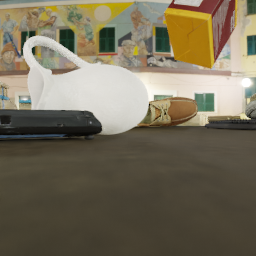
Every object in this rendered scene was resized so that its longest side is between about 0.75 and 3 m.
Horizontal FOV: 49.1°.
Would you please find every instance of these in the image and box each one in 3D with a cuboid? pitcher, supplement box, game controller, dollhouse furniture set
[{"bbox_3d":[-0.613,-0.612,4.079,1.702,1.460,1.032,-2,-17,-33],"label":"pitcher"},{"bbox_3d":[1.699,-2.436,6.278,0.977,1.472,1.452,23,-19,29],"label":"supplement box"},{"bbox_3d":[-1.090,0.019,2.853,1.594,0.336,0.832,0,-13,-21],"label":"game controller"},{"bbox_3d":[-3.790,-0.766,9.323,2.137,1.506,1.498,-1,1,-7],"label":"dollhouse furniture set"}]

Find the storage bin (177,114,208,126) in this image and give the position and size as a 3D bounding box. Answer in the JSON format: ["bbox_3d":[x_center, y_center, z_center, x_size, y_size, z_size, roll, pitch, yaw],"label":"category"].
[{"bbox_3d":[3.197,-0.389,13.874,1.234,0.578,1.225,0,1,33],"label":"storage bin"}]

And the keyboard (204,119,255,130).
[{"bbox_3d":[3.267,-0.114,7.595,1.439,0.308,2.397,0,2,-13],"label":"keyboard"}]

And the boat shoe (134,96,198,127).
[{"bbox_3d":[1.024,-0.493,10.150,2.971,1.124,1.097,-8,6,7],"label":"boat shoe"}]

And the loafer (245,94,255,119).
[{"bbox_3d":[4.123,-0.657,7.959,1.081,1.002,2.876,9,-1,37],"label":"loafer"}]

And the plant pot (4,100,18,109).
[{"bbox_3d":[-6.355,-0.657,14.079,1.360,1.360,1.452,0,16,-10],"label":"plant pot"}]
